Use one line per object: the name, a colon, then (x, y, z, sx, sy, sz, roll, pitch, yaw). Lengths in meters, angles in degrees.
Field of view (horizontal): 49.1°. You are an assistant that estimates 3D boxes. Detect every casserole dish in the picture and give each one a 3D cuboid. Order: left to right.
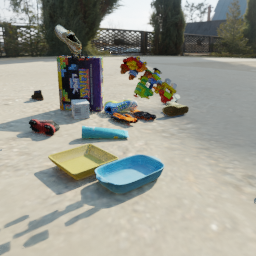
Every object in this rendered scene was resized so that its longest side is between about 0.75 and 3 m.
casserole dish: (0.066, 1.216, 7.484, 2.009, 0.390, 1.217, -16, 24, -37)

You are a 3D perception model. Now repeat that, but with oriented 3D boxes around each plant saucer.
plant saucer: (-1.303, 0.998, 8.153, 1.532, 0.371, 1.532, -16, 25, -38)

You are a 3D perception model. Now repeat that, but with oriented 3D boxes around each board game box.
board game box: (-2.351, -2.221, 14.068, 2.195, 2.656, 0.753, 3, 18, 8)

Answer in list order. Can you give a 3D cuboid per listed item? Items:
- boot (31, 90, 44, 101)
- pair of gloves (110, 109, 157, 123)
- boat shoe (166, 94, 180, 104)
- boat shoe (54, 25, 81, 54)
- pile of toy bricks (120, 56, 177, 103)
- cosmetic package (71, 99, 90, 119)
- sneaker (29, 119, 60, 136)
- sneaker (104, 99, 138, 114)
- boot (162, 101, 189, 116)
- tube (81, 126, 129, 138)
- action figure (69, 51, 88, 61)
boot: (-5.422, -2.030, 16.718, 1.246, 0.604, 0.465, 17, 25, 41)
pair of gloves: (0.251, -0.524, 12.879, 1.917, 0.237, 1.708, -10, 20, -35)
boat shoe: (2.457, -1.580, 15.956, 1.244, 0.453, 0.384, -24, -14, -37)
boat shoe: (-2.363, -3.647, 11.212, 1.442, 0.493, 0.539, 46, 52, 5)
pile of toy bricks: (0.445, -1.199, 7.774, 1.734, 0.856, 0.962, 29, -12, -31)
cosmetic package: (-2.237, -0.893, 13.150, 0.737, 0.736, 0.893, -5, 21, -16)
sneaker: (-3.294, -0.078, 11.122, 1.419, 0.501, 0.693, 13, 23, 28)
sneaker: (-0.397, -0.953, 13.710, 1.714, 0.649, 0.900, -3, 30, 13)
boot: (2.099, -0.986, 13.767, 1.427, 0.519, 1.109, -8, 20, -25)
tube: (-0.854, 0.180, 10.566, 1.787, 0.450, 0.692, 3, 27, -8)
action figure: (-2.069, -3.025, 11.635, 0.784, 0.400, 0.466, 16, 36, 13)
